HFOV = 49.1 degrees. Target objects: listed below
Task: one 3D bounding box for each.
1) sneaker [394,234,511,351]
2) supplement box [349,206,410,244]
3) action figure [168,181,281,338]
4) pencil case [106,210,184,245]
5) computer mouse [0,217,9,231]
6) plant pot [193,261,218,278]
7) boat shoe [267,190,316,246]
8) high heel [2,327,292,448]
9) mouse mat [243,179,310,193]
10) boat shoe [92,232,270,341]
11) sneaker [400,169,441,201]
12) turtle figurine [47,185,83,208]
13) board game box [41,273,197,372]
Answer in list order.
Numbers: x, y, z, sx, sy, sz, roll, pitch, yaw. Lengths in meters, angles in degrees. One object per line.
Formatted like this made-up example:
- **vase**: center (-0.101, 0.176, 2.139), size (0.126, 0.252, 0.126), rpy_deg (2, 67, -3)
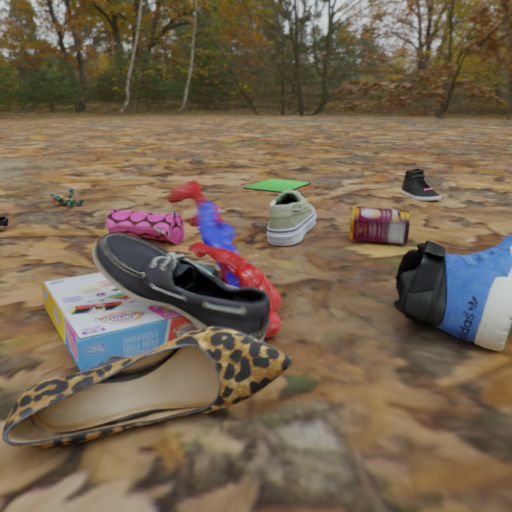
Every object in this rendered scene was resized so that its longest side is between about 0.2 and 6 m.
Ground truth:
- **sneaker**: center (2.992, 0.223, 8.170), size (1.677, 1.157, 3.014), rpy_deg (18, 31, 24)
- **supplement box**: center (2.530, -0.642, 11.505), size (1.170, 0.501, 0.646), rpy_deg (6, 28, 11)
- **action figure**: center (-0.452, 0.067, 8.435), size (0.864, 1.093, 3.342), rpy_deg (-35, 43, -3)
- **pencil case**: center (-2.317, -0.605, 11.574), size (1.603, 0.727, 0.751), rpy_deg (3, 27, 17)
- **computer mouse**: center (-6.420, -0.925, 12.914), size (1.121, 0.449, 2.045), rpy_deg (-11, 21, -28)
- **plant pot**: center (-0.943, 0.471, 8.501), size (0.528, 0.530, 0.540), rpy_deg (17, 32, 36)
- **boat shoe**: center (0.805, -1.000, 12.424), size (1.026, 0.884, 2.849), rpy_deg (2, 18, 8)
- **high heel**: center (-0.984, 1.306, 5.115), size (2.400, 0.857, 1.711), rpy_deg (-10, 6, 25)
- **mouse mat**: center (0.673, -2.214, 17.568), size (1.539, 0.072, 1.912), rpy_deg (10, 19, 27)
- **boat shoe**: center (-0.910, 0.231, 6.942), size (2.502, 0.785, 0.909), rpy_deg (29, 41, 12)
- **sneaker**: center (4.638, -2.027, 15.792), size (0.561, 0.788, 1.588), rpy_deg (-5, 20, -20)
- **turtle figurine**: center (-5.057, -1.535, 14.830), size (0.897, 0.452, 0.672), rpy_deg (26, 42, 24)
- **board game box**: center (-1.867, 0.747, 7.710), size (1.682, 0.443, 2.198), rpy_deg (-10, 20, -28)
